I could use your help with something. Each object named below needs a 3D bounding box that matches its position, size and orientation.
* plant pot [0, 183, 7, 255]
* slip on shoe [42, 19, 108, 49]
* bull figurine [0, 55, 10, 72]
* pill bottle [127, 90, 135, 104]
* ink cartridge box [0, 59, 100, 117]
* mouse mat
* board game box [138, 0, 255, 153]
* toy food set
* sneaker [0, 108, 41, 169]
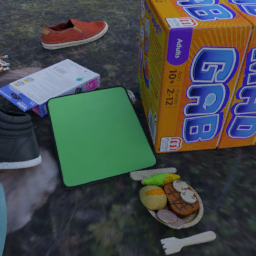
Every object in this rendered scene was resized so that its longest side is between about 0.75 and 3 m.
[{"bbox_3d":[-2.662,1.802,3.764,2.191,2.191,1.476,-20,58,-21],"label":"plant pot"},{"bbox_3d":[-2.042,-3.854,11.027,2.831,0.866,1.049,-22,44,-25],"label":"slip on shoe"},{"bbox_3d":[-4.351,-2.049,9.319,0.746,0.400,1.228,-12,44,-16],"label":"bull figurine"},{"bbox_3d":[-0.216,-0.699,7.735,0.791,0.439,0.439,-32,50,-31],"label":"pill bottle"},{"bbox_3d":[-2.268,-1.175,8.224,1.533,0.539,2.569,31,47,31],"label":"ink cartridge box"},{"bbox_3d":[-0.712,0.055,6.763,2.193,0.103,2.725,-12,53,-14],"label":"mouse mat"},{"bbox_3d":[1.933,-1.582,6.790,2.986,2.985,2.988,-4,41,-5],"label":"board game box"},{"bbox_3d":[0.843,1.335,5.276,1.243,0.362,1.801,-4,40,-22],"label":"toy food set"},{"bbox_3d":[-3.137,0.206,5.671,2.601,1.290,0.920,-4,11,-23],"label":"sneaker"}]
